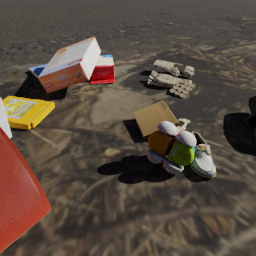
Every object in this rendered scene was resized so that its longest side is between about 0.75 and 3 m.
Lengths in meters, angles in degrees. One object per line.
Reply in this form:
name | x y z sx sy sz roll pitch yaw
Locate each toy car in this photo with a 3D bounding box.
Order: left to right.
toy car | 1.109 0.459 6.828 1.188 1.040 0.891 30 16 26

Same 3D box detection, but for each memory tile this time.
memory tile | 2.020 -1.467 10.406 0.669 0.073 0.872 30 60 30

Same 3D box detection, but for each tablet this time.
tablet | -3.058 -2.588 12.311 2.179 0.149 1.418 -21 40 -30

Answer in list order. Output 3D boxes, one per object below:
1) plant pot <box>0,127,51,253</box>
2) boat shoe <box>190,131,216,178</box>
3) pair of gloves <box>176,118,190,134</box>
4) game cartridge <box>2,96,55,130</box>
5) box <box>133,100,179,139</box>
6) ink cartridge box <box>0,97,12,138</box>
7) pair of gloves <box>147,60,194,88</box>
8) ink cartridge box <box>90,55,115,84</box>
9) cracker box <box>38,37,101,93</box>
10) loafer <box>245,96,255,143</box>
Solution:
plant pot | -3.258 0.913 4.969 2.486 2.191 2.484 20 37 29
boat shoe | 1.780 0.630 6.976 0.537 0.492 1.437 -5 33 -9
pair of gloves | 1.128 -0.156 8.470 1.242 0.218 1.056 24 40 34
game cartridge | -3.483 -0.530 8.999 1.729 0.281 1.525 7 33 13
box | 0.785 -0.277 8.268 1.063 0.138 1.301 -22 38 0
ink cartridge box | -4.335 -0.509 7.614 1.963 1.723 0.823 15 35 23
pair of gloves | 1.787 -2.166 11.496 1.741 0.359 2.047 12 39 10
ink cartridge box | -1.100 -2.478 11.735 1.033 0.598 1.778 -5 33 -5
cracker box | -2.194 -2.534 11.006 1.780 0.767 2.658 -14 34 17
loafer | 3.856 -0.303 8.180 0.831 0.836 2.297 -2 31 6
